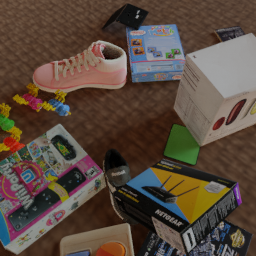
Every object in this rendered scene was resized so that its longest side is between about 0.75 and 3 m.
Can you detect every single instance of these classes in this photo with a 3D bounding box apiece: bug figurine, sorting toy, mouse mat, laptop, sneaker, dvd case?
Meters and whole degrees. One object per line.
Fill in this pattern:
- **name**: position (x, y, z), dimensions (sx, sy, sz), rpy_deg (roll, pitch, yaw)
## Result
- **bug figurine**: position (-2.956, -0.285, 8.279), dimensions (1.918, 0.636, 2.473), rpy_deg (34, 67, 27)
- **sorting toy**: position (-0.300, 2.984, 5.895), dimensions (2.516, 0.370, 1.860), rpy_deg (-16, 55, 10)
- **mouse mat**: position (1.621, 0.451, 8.133), dimensions (0.977, 0.046, 1.215), rpy_deg (17, 57, 10)
- **laptop**: position (-0.115, -4.168, 10.887), dimensions (1.435, 0.741, 1.271), rpy_deg (24, 58, 2)
- **sneaker**: position (-1.446, -1.965, 8.628), dimensions (2.990, 1.563, 1.126), rpy_deg (-3, 61, -11)
- **sneaker**: position (-0.192, 1.380, 7.001), dimensions (0.681, 0.927, 2.050), rpy_deg (-17, 59, -10)
- **dvd case**: position (4.022, -3.309, 10.564), dimensions (1.046, 0.112, 1.407), rpy_deg (-11, 57, -7)

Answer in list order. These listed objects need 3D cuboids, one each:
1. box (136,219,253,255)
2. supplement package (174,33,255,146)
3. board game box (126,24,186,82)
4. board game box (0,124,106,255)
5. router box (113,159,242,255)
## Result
- **box**: position (1.436, 2.805, 6.317), dimensions (2.080, 0.521, 2.096), rpy_deg (27, 60, 16)
- **supplement package**: position (2.706, -0.997, 7.770), dimensions (2.117, 2.214, 1.628), rpy_deg (-21, 59, -14)
- **board game box**: position (0.977, -2.722, 9.967), dimensions (1.889, 0.457, 2.497), rpy_deg (-4, 57, -2)
- **board game box**: position (-2.202, 1.414, 7.039), dimensions (2.660, 0.855, 1.962), rpy_deg (-37, 63, -21)
- **router box**: position (0.719, 1.124, 4.529), dimensions (1.254, 0.429, 1.681), rpy_deg (-29, 22, -28)
